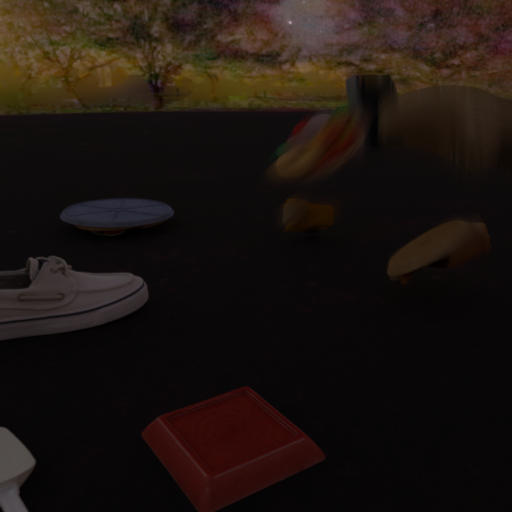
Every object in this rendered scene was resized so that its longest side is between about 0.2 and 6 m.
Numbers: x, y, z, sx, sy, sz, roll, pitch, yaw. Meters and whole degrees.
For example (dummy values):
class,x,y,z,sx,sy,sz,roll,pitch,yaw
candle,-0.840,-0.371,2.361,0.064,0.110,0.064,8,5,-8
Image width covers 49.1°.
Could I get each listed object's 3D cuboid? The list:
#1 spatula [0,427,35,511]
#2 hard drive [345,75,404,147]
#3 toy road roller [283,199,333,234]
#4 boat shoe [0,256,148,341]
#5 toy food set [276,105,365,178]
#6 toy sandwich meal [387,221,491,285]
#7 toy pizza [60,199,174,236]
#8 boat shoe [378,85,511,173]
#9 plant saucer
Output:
class,x,y,z,sx,sy,sz,roll,pitch,yaw
spatula,-2.188,2.062,3.809,1.710,0.197,2.459,-13,22,-38
hard drive,2.095,-2.542,9.707,0.913,1.354,0.287,-4,-18,-14
toy road roller,1.085,-0.800,11.190,0.994,0.611,0.726,7,-8,-41
boat shoe,-2.857,0.451,7.495,2.816,0.925,1.013,-7,19,-20
toy food set,1.029,-1.839,9.137,1.514,0.368,1.499,-18,39,21
toy sandwich meal,2.683,-0.008,8.334,1.551,0.531,1.551,-34,4,3
toy pizza,-3.026,-0.842,12.303,2.415,0.383,2.415,1,18,0
boat shoe,3.020,-1.645,7.622,2.688,0.958,0.867,5,62,5
plant saucer,-0.233,1.628,5.065,1.252,0.230,1.254,-11,21,-31
